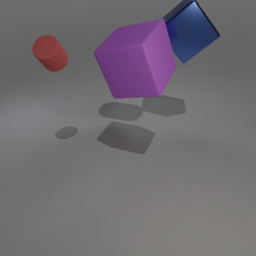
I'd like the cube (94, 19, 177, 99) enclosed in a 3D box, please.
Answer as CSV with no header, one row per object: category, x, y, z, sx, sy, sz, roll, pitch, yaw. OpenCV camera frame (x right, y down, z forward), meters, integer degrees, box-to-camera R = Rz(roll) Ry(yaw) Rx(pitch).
cube,0.250,-1.730,7.156,1.400,1.400,1.400,1,42,31

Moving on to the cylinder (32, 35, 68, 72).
cylinder,-2.005,-1.928,7.287,0.700,0.700,0.700,-3,74,9

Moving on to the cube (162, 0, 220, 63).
cube,1.942,-3.259,9.185,1.400,1.400,1.400,-35,22,25
